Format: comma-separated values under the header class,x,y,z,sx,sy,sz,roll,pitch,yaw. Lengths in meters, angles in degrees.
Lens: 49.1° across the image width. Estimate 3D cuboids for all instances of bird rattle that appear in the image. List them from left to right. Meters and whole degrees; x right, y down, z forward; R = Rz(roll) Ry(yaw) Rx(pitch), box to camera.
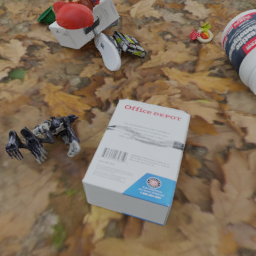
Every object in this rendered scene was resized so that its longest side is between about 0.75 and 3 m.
class,x,y,z,sx,sy,sz,roll,pitch,yaw
bird rattle,3.159,-3.965,11.860,1.056,0.595,0.861,-36,75,-23

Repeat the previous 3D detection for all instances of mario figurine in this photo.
class,x,y,z,sx,sy,sz,roll,pitch,yaw
mario figurine,-1.535,-4.573,8.998,1.589,1.850,2.998,19,77,49

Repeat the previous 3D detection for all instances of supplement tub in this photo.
class,x,y,z,sx,sy,sz,roll,pitch,yaw
supplement tub,4.613,-2.605,9.741,1.951,1.951,2.780,-6,50,-5

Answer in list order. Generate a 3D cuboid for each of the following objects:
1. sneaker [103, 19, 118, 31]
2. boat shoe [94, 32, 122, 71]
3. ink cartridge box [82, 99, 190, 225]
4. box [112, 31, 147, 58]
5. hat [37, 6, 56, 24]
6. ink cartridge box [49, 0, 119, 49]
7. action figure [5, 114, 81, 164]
class,x,y,z,sx,sy,sz,roll,pitch,yaw
sneaker,-0.869,-4.822,12.562,0.433,0.510,1.165,30,56,23
boat shoe,-0.614,-2.971,10.884,0.752,0.796,2.219,0,42,-32
ink cartridge box,0.340,0.764,7.403,2.064,1.191,2.845,13,51,11
box,0.054,-3.329,11.151,0.994,0.275,1.240,5,41,-39
hat,-3.412,-4.863,12.857,1.207,1.062,1.000,7,61,51
ink cartridge box,-1.756,-4.227,11.166,2.286,0.957,1.649,-42,39,-16
action figure,-2.150,0.332,7.758,1.467,1.260,2.469,-17,5,21
